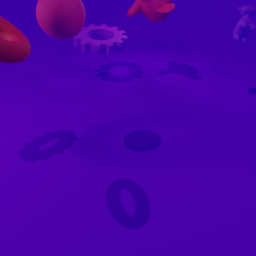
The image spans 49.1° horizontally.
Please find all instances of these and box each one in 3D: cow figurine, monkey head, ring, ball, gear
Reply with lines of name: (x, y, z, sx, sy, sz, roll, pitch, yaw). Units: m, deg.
cow figurine: (3.357, -3.041, 8.130, 0.510, 0.929, 0.914, 12, 47, -13)
monkey head: (0.754, -3.959, 9.344, 1.377, 1.154, 1.915, -48, 21, -1)
ring: (-1.800, -1.204, 3.351, 1.295, 0.259, 1.295, 31, 20, -12)
ball: (-1.241, -2.108, 5.203, 0.893, 0.893, 0.893, 0, 36, 0)
gear: (-0.977, -3.161, 9.944, 1.865, 0.345, 1.865, 3, 41, -3)
